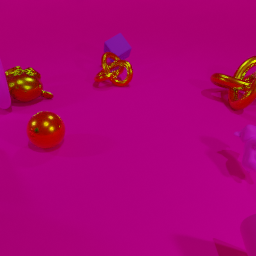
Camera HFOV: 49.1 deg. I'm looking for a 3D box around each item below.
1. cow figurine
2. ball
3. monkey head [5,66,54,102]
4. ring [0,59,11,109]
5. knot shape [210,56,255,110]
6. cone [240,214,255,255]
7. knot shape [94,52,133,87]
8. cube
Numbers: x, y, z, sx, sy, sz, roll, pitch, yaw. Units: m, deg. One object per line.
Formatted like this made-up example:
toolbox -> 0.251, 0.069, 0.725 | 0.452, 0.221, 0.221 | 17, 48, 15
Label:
cow figurine -> 2.338, 0.396, 5.298 | 0.499, 0.910, 0.895 | 17, -2, -12
ball -> -1.793, 0.041, 6.142 | 0.826, 0.826, 0.826 | 0, 31, 0
monkey head -> -3.079, -1.164, 8.195 | 1.650, 1.187, 0.994 | 0, 70, -34
ring -> -3.553, -1.370, 7.603 | 0.349, 1.747, 1.747 | -16, 34, -23
knot shape -> 3.293, -1.345, 8.125 | 1.960, 0.906, 1.835 | -41, 33, -28
cone -> 1.730, 1.775, 3.087 | 1.164, 1.164, 1.168 | 15, 47, 24
knot shape -> -0.497, -2.006, 9.348 | 1.336, 0.617, 1.250 | -5, 62, 3
cube -> -0.406, -2.953, 10.553 | 0.742, 0.742, 0.742 | -35, 85, -13
